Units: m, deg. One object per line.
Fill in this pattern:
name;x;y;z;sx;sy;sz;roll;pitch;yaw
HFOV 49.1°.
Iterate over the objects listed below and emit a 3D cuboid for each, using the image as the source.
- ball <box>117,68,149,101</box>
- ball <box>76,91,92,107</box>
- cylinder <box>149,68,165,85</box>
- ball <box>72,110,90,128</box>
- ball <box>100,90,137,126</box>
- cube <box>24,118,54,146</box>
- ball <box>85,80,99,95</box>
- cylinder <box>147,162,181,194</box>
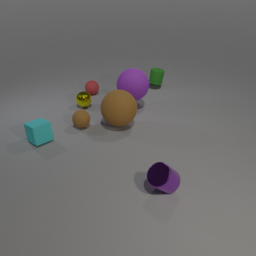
ball;0.209;-1.865;12.087;1.400;1.400;1.400;0;29;0
ball;-1.973;-1.285;12.480;0.700;0.700;0.700;0;29;0
cylinder;1.480;-2.678;14.497;0.700;0.700;0.700;7;29;-4
ball;-1.817;-0.358;10.875;0.700;0.700;0.700;0;29;0
ball;-0.350;-0.763;10.709;1.400;1.400;1.400;0;29;0
cube;-3.183;0.125;9.998;0.700;0.700;0.700;-25;30;-38
ball;-1.789;-2.012;13.910;0.700;0.700;0.700;0;29;0
cylinder;0.973;1.360;7.624;0.700;0.700;0.700;-17;57;28
